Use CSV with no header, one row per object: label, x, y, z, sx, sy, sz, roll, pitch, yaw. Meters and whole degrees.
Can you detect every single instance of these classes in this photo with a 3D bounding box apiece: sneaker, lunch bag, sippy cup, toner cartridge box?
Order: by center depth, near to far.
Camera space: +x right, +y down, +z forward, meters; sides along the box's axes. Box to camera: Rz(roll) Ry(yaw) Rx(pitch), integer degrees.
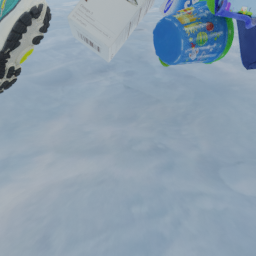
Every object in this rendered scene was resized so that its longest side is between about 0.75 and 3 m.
lunch bag,1.735,-2.045,3.693,1.055,1.402,0.659,3,5,-13
sneaker,-2.451,-1.454,5.043,1.081,2.713,1.052,49,18,9
lunch bag,3.171,-2.231,5.482,1.482,2.182,1.444,-34,29,-22
sippy cup,1.560,-2.353,7.214,1.579,2.155,1.692,-22,46,-29
toner cartridge box,2.119,-4.400,9.255,0.522,2.417,1.148,-23,78,-37

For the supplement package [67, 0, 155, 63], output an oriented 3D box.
supplement package,-0.416,-3.702,8.740,1.548,2.648,1.554,36,-5,-1
